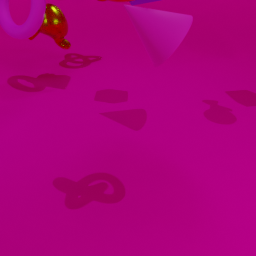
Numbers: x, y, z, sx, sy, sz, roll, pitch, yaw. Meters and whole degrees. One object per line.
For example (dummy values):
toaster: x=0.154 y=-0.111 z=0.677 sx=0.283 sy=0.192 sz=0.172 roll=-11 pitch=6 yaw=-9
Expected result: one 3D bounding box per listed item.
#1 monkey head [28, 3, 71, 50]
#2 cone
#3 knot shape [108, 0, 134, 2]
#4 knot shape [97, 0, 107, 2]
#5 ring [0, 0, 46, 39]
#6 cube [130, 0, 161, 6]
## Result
monkey head: x=-2.372 y=-2.967 z=8.118 sx=1.187 sy=1.650 sz=0.994 roll=-41 pitch=42 yaw=-15
cone: x=0.397 y=-1.979 z=5.333 sx=1.168 sy=1.164 sz=1.164 roll=32 pitch=27 yaw=-15
knot shape: x=0.140 y=-1.338 z=1.852 sx=1.250 sy=1.336 sz=0.617 roll=0 pitch=73 yaw=20
knot shape: x=-1.295 y=-5.112 z=9.019 sx=1.960 sy=1.835 sz=0.906 roll=-24 pitch=-4 yaw=-45
ring: x=-2.837 y=-3.229 z=7.320 sx=1.747 sy=1.747 sz=0.349 roll=18 pitch=18 yaw=27
cube: x=0.329 y=-3.143 z=5.807 sx=0.742 sy=0.742 sz=0.742 roll=1 pitch=68 yaw=24
